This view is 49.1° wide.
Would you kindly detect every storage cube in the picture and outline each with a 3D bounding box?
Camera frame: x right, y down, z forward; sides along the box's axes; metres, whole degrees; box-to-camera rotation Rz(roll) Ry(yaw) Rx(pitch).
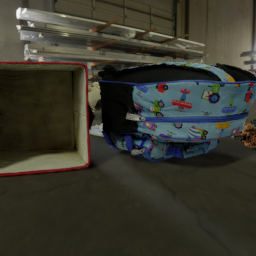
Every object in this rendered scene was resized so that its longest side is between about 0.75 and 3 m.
[{"bbox_3d":[-1.750,-0.245,5.169,2.052,1.754,1.844,-3,8,-19],"label":"storage cube"}]

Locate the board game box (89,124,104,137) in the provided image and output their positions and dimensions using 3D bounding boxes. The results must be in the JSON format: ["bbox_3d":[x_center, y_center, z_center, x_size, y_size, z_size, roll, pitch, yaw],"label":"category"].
[{"bbox_3d":[0.087,-0.057,8.524,2.419,0.313,2.419,9,12,44],"label":"board game box"}]

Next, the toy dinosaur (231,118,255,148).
[{"bbox_3d":[2.992,0.176,6.333,1.203,0.905,1.772,-12,25,15],"label":"toy dinosaur"}]

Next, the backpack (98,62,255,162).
[{"bbox_3d":[1.046,-0.344,5.423,2.487,1.833,2.724,-7,11,-39],"label":"backpack"}]

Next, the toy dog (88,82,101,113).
[{"bbox_3d":[-1.348,-1.466,13.662,2.251,1.571,2.183,-3,23,-20],"label":"toy dog"}]
